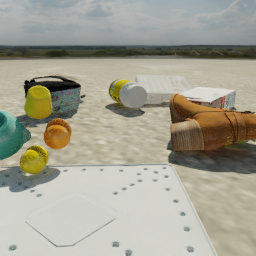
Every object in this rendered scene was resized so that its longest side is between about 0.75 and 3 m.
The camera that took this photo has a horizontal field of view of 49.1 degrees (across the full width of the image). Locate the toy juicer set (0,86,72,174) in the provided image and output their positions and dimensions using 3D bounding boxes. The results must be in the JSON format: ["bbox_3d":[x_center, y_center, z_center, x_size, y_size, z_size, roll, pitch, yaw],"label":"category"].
[{"bbox_3d":[-2.017,0.280,4.442,2.392,0.651,1.521,-27,65,-35],"label":"toy juicer set"}]

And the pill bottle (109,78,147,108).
[{"bbox_3d":[-0.014,-1.332,10.732,0.983,0.983,1.720,-7,18,-23],"label":"pill bottle"}]

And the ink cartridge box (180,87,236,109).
[{"bbox_3d":[2.730,-0.937,9.984,1.465,0.677,2.688,12,21,34],"label":"ink cartridge box"}]

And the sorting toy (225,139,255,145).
[{"bbox_3d":[2.586,0.227,6.732,0.938,0.171,0.869,-4,14,30],"label":"sorting toy"}]

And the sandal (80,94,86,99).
[{"bbox_3d":[-2.606,-1.421,11.895,1.697,0.484,0.674,7,18,22],"label":"sandal"}]

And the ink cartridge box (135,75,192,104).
[{"bbox_3d":[1.479,-1.652,11.800,2.191,0.549,1.763,1,35,-7],"label":"ink cartridge box"}]

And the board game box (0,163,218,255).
[{"bbox_3d":[-0.657,1.194,3.320,2.955,0.382,2.955,-1,16,-3],"label":"board game box"}]

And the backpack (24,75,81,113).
[{"bbox_3d":[-2.540,-1.147,9.842,1.816,1.149,1.515,-13,34,-38],"label":"backpack"}]

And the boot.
[{"bbox_3d":[2.027,-0.238,6.837,1.946,0.927,2.515,-8,30,11],"label":"boot"}]
